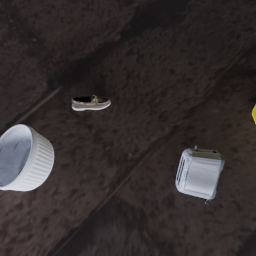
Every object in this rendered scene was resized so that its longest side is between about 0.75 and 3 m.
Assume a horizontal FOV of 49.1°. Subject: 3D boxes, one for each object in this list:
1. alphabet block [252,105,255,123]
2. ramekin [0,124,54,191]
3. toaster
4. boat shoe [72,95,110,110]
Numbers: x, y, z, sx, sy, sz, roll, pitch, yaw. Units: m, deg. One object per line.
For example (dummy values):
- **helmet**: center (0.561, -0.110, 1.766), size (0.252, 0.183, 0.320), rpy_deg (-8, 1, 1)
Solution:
- **alphabet block**: center (5.334, -0.645, 7.191), size (2.870, 2.804, 2.819), rpy_deg (28, 111, 10)
- **ramekin**: center (-2.907, 0.886, 7.798), size (1.805, 0.947, 1.805), rpy_deg (-16, 59, 28)
- **toaster**: center (1.964, 1.293, 7.845), size (1.016, 0.893, 1.572), rpy_deg (11, 103, 0)
- **boat shoe**: center (-1.176, -0.849, 8.984), size (1.232, 0.367, 0.443), rpy_deg (-6, 49, -8)
